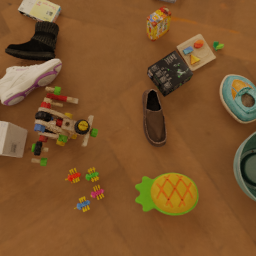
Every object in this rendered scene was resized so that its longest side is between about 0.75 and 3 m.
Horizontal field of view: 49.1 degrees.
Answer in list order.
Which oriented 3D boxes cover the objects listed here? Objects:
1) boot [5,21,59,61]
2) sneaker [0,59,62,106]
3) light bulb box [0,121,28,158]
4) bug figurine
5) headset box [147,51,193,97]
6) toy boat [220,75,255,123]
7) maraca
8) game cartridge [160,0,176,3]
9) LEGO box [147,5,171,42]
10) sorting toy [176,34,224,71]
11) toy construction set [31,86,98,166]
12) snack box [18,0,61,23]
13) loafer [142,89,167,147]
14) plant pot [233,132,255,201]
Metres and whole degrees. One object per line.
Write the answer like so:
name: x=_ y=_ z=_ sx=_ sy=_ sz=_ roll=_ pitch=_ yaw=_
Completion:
boot: x=-3.932 y=-3.639 z=11.573 sx=2.084 sy=0.784 sz=1.558 roll=3 pitch=86 yaw=-12
sneaker: x=-4.035 y=-2.138 z=11.191 sx=2.842 sy=1.064 sz=1.416 roll=-32 pitch=81 yaw=-6
light bulb box: x=-5.002 y=0.351 z=10.302 sx=1.856 sy=1.840 sz=1.158 roll=8 pitch=80 yaw=3
bug figurine: x=-1.608 y=2.279 z=10.671 sx=1.274 sy=0.423 sz=1.643 roll=-18 pitch=75 yaw=-10
headset box: x=1.733 y=-2.235 z=11.403 sx=1.460 sy=0.677 sz=1.271 roll=-35 pitch=80 yaw=-6
toy boat: x=4.889 y=-1.501 z=11.020 sx=2.484 sy=1.154 sz=2.088 roll=-33 pitch=80 yaw=-6
maraca: x=1.410 y=2.391 z=10.242 sx=2.292 sy=1.226 sz=1.571 roll=-1 pitch=57 yaw=3
game cartridge: x=1.826 y=-6.561 z=12.413 sx=1.331 sy=0.404 sz=1.996 roll=14 pitch=80 yaw=-1
LEGO box: x=1.253 y=-4.256 z=11.510 sx=0.898 sy=1.205 sz=0.465 roll=-36 pitch=76 yaw=-7
sorting toy: x=3.126 y=-3.358 z=11.833 sx=1.786 sy=0.263 sz=1.320 roll=-30 pitch=80 yaw=-5
toy construction set: x=-2.211 y=-0.228 z=10.451 sx=2.147 sy=2.330 sz=2.794 roll=10 pitch=50 yaw=-10
snack box: x=-3.823 y=-5.132 z=12.157 sx=1.597 sy=0.296 sz=0.928 roll=25 pitch=80 yaw=5
loafer: x=0.978 y=-0.441 z=10.966 sx=0.880 sy=0.855 sz=2.409 roll=-12 pitch=79 yaw=-2
plant pot: x=5.040 y=1.454 z=10.089 sx=2.792 sy=1.871 sz=2.792 roll=0 pitch=79 yaw=0
